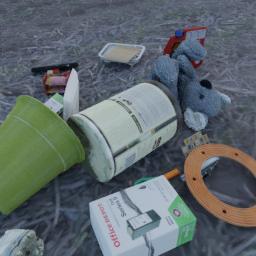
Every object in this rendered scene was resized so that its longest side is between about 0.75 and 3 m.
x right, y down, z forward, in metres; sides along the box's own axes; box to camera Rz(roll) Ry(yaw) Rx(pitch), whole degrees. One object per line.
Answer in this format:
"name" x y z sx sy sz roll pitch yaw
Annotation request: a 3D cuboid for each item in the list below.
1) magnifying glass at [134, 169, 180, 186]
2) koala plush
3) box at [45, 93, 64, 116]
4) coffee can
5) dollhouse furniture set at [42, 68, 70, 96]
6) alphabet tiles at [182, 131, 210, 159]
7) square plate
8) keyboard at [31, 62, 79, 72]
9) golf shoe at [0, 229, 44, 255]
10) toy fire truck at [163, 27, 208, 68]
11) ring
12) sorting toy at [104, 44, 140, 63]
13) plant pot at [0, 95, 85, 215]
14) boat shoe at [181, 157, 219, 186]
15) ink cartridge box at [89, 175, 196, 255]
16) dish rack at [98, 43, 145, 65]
"magnifying glass" 0.885 1.620 8.499 1.579 0.177 0.629 -20 42 -24
"koala plush" 2.455 -1.417 10.976 2.908 2.673 2.579 42 59 14
"box" -2.980 -0.723 10.977 0.960 0.242 1.331 32 70 38
"coffee can" -0.087 0.004 8.855 2.995 2.192 2.192 -29 47 -32
"dollhouse furniture set" -3.179 -2.359 12.916 1.113 0.841 2.069 -3 39 -3
"alphabet tiles" 2.273 0.694 9.167 1.168 0.972 0.037 -26 6 -28
"square plate" -1.959 -0.678 9.812 0.301 2.097 2.117 5 39 -5
"keyboard" -3.638 -3.024 14.016 2.328 0.240 1.479 -11 18 -12
"golf shoe" -3.037 3.284 6.042 1.241 1.000 2.553 1 30 33
"toy fire truck" 2.871 -4.136 14.283 2.264 1.901 1.269 -12 40 -14
"ring" 2.951 1.570 8.129 2.783 0.267 2.783 8 44 -8
"sorting toy" -0.291 -3.817 14.497 1.405 0.277 1.518 15 45 21
"plant pot" -3.025 0.921 7.835 2.675 2.675 2.540 24 57 27
"boat shoe" 2.297 1.340 8.627 1.640 0.563 0.464 -24 76 -32
"ink cartridge box" 0.314 2.333 6.992 2.187 0.919 1.596 -17 42 -20
"dish rack" -0.306 -4.003 15.257 2.265 0.493 1.944 10 41 12
